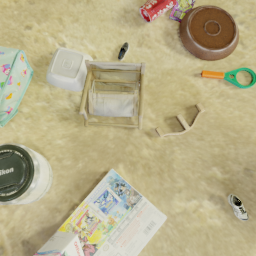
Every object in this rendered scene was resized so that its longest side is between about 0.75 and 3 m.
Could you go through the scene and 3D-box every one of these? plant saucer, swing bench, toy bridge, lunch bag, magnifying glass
[{"bbox_3d":[3.453,-4.085,11.678,2.595,0.447,2.595,1,77,-2],"label":"plant saucer"},{"bbox_3d":[-0.521,-1.259,10.547,2.259,1.473,2.271,4,70,1],"label":"swing bench"},{"bbox_3d":[2.137,-0.203,10.835,2.140,0.291,0.719,-30,80,-7],"label":"toy bridge"},{"bbox_3d":[-5.308,-1.533,10.404,2.549,1.824,2.992,12,70,2],"label":"lunch bag"},{"bbox_3d":[4.106,-2.091,11.372,2.202,0.247,0.876,7,76,0],"label":"magnifying glass"}]

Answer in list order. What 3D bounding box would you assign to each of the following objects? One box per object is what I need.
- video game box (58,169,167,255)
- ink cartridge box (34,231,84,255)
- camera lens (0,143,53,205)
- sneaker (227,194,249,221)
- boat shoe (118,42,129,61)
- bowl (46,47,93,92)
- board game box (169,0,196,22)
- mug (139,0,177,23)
[{"bbox_3d":[-0.531,3.317,9.734,2.575,0.662,2.826,41,79,6],"label":"video game box"},{"bbox_3d":[-2.226,4.390,8.354,0.883,2.102,1.522,-5,108,29],"label":"ink cartridge box"},{"bbox_3d":[-3.628,1.575,9.310,1.874,2.343,1.874,0,76,0],"label":"camera lens"},{"bbox_3d":[3.944,2.846,9.969,0.397,0.460,1.048,-33,80,-10],"label":"sneaker"},{"bbox_3d":[-0.190,-3.226,11.606,0.309,0.292,0.882,25,77,6],"label":"boat shoe"},{"bbox_3d":[-2.368,-2.433,11.241,1.701,0.635,1.698,17,77,3],"label":"bowl"},{"bbox_3d":[2.381,-5.189,12.175,0.775,0.209,1.292,24,77,2],"label":"board game box"},{"bbox_3d":[1.238,-5.181,11.669,1.389,1.233,0.927,-40,88,-5],"label":"mug"}]
